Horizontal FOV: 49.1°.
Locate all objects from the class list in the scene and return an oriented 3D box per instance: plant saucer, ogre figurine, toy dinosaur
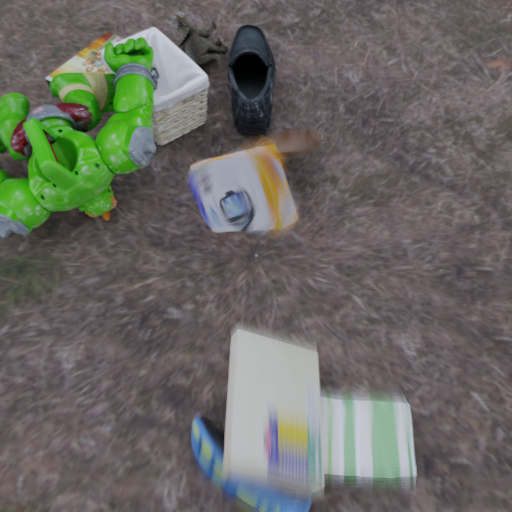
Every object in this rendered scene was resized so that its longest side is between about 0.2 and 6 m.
[{"bbox_3d":[0.667,-2.190,11.173,1.351,0.247,1.351,-8,28,5],"label":"plant saucer"},{"bbox_3d":[-3.727,-2.064,10.599,4.591,2.253,2.753,-19,58,-12],"label":"ogre figurine"},{"bbox_3d":[-1.296,-4.958,13.462,1.097,0.826,2.146,-24,66,0],"label":"toy dinosaur"}]

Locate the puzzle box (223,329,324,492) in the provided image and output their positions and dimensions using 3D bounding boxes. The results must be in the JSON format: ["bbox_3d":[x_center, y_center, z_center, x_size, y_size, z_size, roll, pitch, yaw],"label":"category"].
[{"bbox_3d":[0.270,2.250,8.354,1.476,0.282,2.218,20,45,-18],"label":"puzzle box"}]

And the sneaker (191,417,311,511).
[{"bbox_3d":[-0.092,3.076,8.274,2.071,0.734,0.858,32,46,13],"label":"sneaker"}]

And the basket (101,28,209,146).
[{"bbox_3d":[-2.153,-3.656,12.171,1.457,1.326,2.149,-33,64,-19],"label":"basket"}]

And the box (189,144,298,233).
[{"bbox_3d":[-0.328,-1.117,9.827,0.467,1.340,2.251,-28,18,-34],"label":"box"}]

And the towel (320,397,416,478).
[{"bbox_3d":[1.563,2.752,8.594,1.662,0.194,1.267,4,46,4],"label":"towel"}]

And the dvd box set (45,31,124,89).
[{"bbox_3d":[-3.638,-4.389,13.234,1.580,0.317,2.159,30,62,19],"label":"dvd box set"}]

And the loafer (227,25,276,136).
[{"bbox_3d":[-0.084,-4.194,12.605,1.125,1.163,3.314,-1,57,-1],"label":"loafer"}]
